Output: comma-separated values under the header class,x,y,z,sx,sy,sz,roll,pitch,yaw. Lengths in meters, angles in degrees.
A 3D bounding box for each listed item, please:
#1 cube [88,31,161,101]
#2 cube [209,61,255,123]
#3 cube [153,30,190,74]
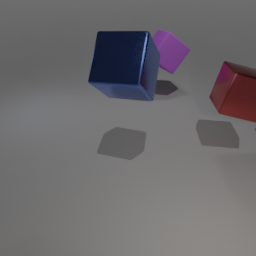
class,x,y,z,sx,sy,sz,roll,pitch,yaw
cube,-0.039,-1.604,7.452,1.400,1.400,1.400,7,-8,20
cube,3.711,-1.202,9.202,1.400,1.400,1.400,13,28,-5
cube,1.796,-3.663,13.420,1.400,1.400,1.400,30,12,-27
